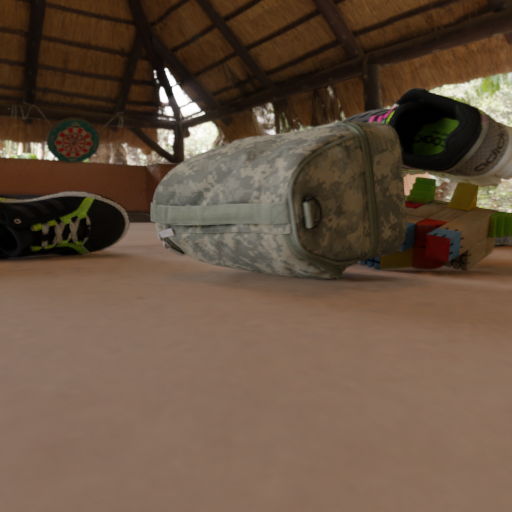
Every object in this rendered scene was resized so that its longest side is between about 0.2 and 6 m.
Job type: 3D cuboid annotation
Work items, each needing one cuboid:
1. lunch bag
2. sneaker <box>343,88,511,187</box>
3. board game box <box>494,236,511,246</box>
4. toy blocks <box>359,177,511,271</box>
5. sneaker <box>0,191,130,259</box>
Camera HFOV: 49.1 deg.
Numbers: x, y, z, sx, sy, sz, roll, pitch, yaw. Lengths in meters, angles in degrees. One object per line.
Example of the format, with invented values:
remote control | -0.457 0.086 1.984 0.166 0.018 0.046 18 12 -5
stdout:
lunch bag | 0.204 -0.588 6.336 2.370 1.651 1.988 4 12 44
sneaker | 2.115 -1.767 8.092 1.379 1.163 3.153 23 -2 -41
board game box | 4.768 -0.613 13.240 2.249 0.694 2.248 4 7 43
toy blocks | 2.024 -0.303 7.535 2.375 1.187 1.623 16 27 40
sneaker | -3.609 -0.301 8.978 3.217 1.154 1.332 -3 29 -23
